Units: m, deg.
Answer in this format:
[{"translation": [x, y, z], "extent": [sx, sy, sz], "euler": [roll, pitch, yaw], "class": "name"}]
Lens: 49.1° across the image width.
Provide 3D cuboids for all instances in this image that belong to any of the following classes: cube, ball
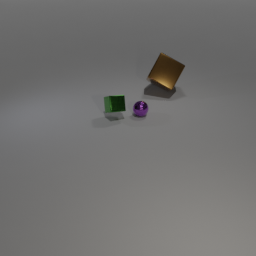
[{"translation": [1.909, -2.849, 14.512], "extent": [1.400, 1.400, 1.400], "euler": [28, 4, -2], "class": "cube"}, {"translation": [0.567, -0.866, 12.518], "extent": [0.700, 0.700, 0.700], "euler": [0, 28, 0], "class": "ball"}, {"translation": [-0.576, -1.036, 12.080], "extent": [0.700, 0.700, 0.700], "euler": [-7, 5, -26], "class": "cube"}]
